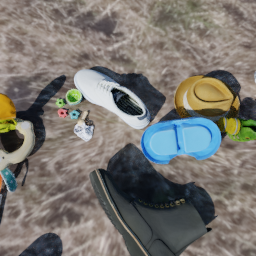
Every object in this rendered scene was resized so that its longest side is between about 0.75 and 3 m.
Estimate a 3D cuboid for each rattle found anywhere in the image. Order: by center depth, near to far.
[{"bbox_3d":[-3.226,0.497,7.245,1.422,1.561,2.185,22,57,-18],"label":"rattle"}]

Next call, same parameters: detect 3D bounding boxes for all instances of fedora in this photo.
[{"bbox_3d":[2.358,-0.874,8.139,1.969,0.803,1.969,0,70,-1],"label":"fedora"}]

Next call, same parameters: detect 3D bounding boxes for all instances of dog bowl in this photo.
[{"bbox_3d":[1.389,0.286,7.530,2.069,0.513,1.153,-8,106,10],"label":"dog bowl"}]

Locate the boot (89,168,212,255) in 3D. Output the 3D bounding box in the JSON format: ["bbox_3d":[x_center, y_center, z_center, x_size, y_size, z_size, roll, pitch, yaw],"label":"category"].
[{"bbox_3d":[0.519,1.942,7.078,2.033,1.138,2.939,-31,86,-15],"label":"boot"}]

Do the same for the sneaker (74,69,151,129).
[{"bbox_3d":[-0.450,-1.012,8.105,2.671,0.945,0.975,32,73,11],"label":"sneaker"}]

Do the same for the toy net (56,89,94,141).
[{"bbox_3d":[-1.559,-0.329,8.201,0.844,0.311,1.609,-21,72,-8],"label":"toy net"}]

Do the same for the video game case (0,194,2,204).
[{"bbox_3d":[-4.166,2.663,7.187,1.429,0.180,1.996,3,70,1],"label":"video game case"}]

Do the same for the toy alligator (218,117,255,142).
[{"bbox_3d":[2.954,0.082,7.000,0.842,2.539,0.610,6,94,-3],"label":"toy alligator"}]

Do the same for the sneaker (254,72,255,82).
[{"bbox_3d":[4.883,-1.556,8.450,2.029,0.775,0.817,-9,61,-5],"label":"sneaker"}]
